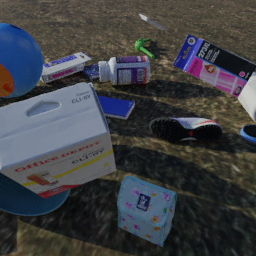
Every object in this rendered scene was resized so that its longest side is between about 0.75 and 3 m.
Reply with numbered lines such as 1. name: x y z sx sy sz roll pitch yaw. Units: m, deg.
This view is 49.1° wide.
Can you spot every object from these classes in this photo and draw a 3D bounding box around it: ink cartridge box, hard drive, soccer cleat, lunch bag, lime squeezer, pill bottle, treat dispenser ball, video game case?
1. ink cartridge box: 1.952 -1.441 6.433 1.712 0.811 0.317 30 17 11
2. hard drive: -0.620 -0.739 9.813 1.498 0.190 0.988 11 37 15
3. soccer cleat: 1.709 -0.004 8.460 2.112 0.720 0.773 3 19 5
4. lunch bag: 0.372 1.588 5.598 1.086 1.275 0.778 18 39 22
5. lime squeezer: 0.844 -4.383 14.703 0.968 0.517 2.742 0 35 1
6. ink cartridge box: -2.794 -2.663 12.169 2.345 0.435 1.110 -27 43 -22
7. pill bottle: 4.397 -1.098 9.476 1.168 1.168 2.042 -1 35 -2
8. treat dispenser ball: -4.420 -2.396 10.114 2.610 2.610 2.610 0 35 0
9. video game case: -1.013 -2.587 12.438 1.957 0.186 1.398 -20 40 -24
10. pill bottle: -0.161 -2.292 11.219 1.961 1.092 1.092 -3 35 -6
11. ink cartridge box: -0.867 0.275 3.735 1.237 1.704 0.711 -20 68 -8

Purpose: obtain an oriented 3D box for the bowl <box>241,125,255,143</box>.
1. bowl: 3.880 0.159 8.583 0.793 0.156 0.793 0 35 0

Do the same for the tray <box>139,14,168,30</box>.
1. tray: 1.007 -4.215 11.241 1.192 0.132 0.640 12 23 -40

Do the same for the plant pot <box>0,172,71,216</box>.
1. plant pot: -2.186 0.543 6.301 2.341 2.341 1.577 4 28 6
